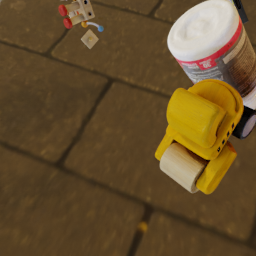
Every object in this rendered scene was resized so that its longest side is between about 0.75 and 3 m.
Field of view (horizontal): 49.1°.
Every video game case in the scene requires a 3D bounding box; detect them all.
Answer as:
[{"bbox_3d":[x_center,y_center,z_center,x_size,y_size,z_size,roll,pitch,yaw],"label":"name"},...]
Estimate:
[{"bbox_3d":[2.901,-3.695,8.138,0.219,1.720,1.555,-25,100,13],"label":"video game case"}]

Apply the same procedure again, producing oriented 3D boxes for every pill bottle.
[{"bbox_3d":[2.086,-1.356,6.215,1.429,2.582,1.429,-23,48,28],"label":"pill bottle"}]

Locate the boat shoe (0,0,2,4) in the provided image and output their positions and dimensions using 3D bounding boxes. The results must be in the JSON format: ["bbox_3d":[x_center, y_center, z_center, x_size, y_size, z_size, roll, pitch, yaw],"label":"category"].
[{"bbox_3d":[-3.493,-3.471,6.549,1.435,0.530,0.612,33,107,15],"label":"boat shoe"}]

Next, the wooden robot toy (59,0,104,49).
[{"bbox_3d":[-1.327,-2.885,6.750,0.861,1.955,0.887,-29,26,-21],"label":"wooden robot toy"}]

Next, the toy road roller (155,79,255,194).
[{"bbox_3d":[1.146,0.106,4.760,1.191,1.414,1.938,35,103,36],"label":"toy road roller"}]
